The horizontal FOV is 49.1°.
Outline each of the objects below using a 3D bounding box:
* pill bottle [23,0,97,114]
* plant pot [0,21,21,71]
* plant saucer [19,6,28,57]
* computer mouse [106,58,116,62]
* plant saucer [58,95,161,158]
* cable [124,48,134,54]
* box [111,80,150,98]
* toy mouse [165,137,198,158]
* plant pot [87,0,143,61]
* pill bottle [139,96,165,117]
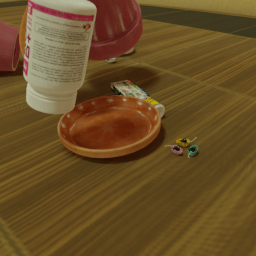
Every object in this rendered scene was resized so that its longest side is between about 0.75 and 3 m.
[{"bbox_3d":[-1.455,-1.494,5.745,1.263,2.228,1.263,12,29,-7],"label":"pill bottle"},{"bbox_3d":[-5.836,-3.479,11.550,2.447,2.734,2.734,10,30,-14],"label":"plant pot"},{"bbox_3d":[-2.189,-2.706,7.461,2.493,2.493,0.467,30,11,39],"label":"plant saucer"},{"bbox_3d":[-0.956,-3.272,13.243,0.603,0.241,1.100,-11,28,-26],"label":"computer mouse"},{"bbox_3d":[-0.499,-0.077,7.738,2.801,0.452,2.801,-4,33,2],"label":"plant saucer"},{"bbox_3d":[-0.710,-4.273,14.315,1.996,0.691,1.996,3,28,5],"label":"cable"},{"bbox_3d":[0.048,-1.292,10.004,0.824,0.260,1.498,-14,35,-22],"label":"box"},{"bbox_3d":[1.432,0.563,7.098,0.928,0.180,0.825,-5,32,-7],"label":"toy mouse"},{"bbox_3d":[-0.999,-4.049,9.071,2.805,2.511,2.805,-3,61,6],"label":"plant pot"},{"bbox_3d":[0.679,-0.658,8.747,0.512,0.512,0.936,-19,36,-28],"label":"pill bottle"}]
